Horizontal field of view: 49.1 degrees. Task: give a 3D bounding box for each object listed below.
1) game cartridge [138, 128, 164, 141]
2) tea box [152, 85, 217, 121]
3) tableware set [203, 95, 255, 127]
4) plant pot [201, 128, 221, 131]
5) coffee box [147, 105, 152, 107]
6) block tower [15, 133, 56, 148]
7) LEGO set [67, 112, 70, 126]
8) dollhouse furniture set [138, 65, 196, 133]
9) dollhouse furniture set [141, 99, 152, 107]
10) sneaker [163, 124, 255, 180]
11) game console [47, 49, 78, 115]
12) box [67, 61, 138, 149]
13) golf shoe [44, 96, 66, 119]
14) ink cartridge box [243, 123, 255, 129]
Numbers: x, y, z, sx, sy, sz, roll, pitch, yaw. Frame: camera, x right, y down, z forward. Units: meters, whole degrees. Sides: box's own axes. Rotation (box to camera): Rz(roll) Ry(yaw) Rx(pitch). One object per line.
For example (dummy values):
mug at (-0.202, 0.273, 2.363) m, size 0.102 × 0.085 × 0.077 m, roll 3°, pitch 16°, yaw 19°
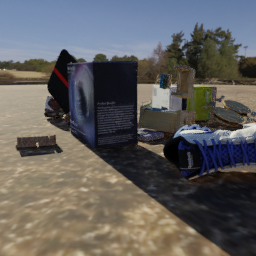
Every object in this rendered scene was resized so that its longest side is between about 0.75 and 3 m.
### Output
game cartridge at (0.447, 0.180, 9.748) m, size 0.897 × 0.266 × 1.384 m, roll -4°, pitch 11°, yaw -40°
tea box at (2.609, -1.257, 13.403) m, size 2.303 × 1.564 × 2.341 m, roll -2°, pitch 11°, yaw -14°
tableware set at (4.564, -0.593, 12.379) m, size 1.933 × 0.586 × 2.925 m, roll 29°, pitch 30°, yaw 24°
plant pot at (2.891, 0.167, 10.004) m, size 1.095 × 0.150 × 1.095 m, roll 0°, pitch 11°, yaw 0°
coffee box at (1.690, -1.198, 16.526) m, size 1.033 × 0.227 × 0.635 m, roll 7°, pitch 14°, yaw 34°
block tower at (-2.803, 0.372, 8.529) m, size 1.187 × 0.343 × 0.321 m, roll -5°, pitch 12°, yaw -19°
LEGO set at (-2.042, -0.381, 11.544) m, size 0.801 × 0.603 × 1.041 m, roll -9°, pitch 14°, yaw -37°
dollhouse furniture set at (1.522, -1.001, 10.059) m, size 1.557 × 2.209 × 1.548 m, roll 8°, pitch 4°, yaw 32°
dollhouse furniture set at (1.722, -1.481, 17.841) m, size 1.794 × 0.693 × 0.897 m, roll -18°, pitch 17°, yaw 9°
sneaker at (1.922, 0.585, 5.940) m, size 2.826 × 1.142 × 1.632 m, roll 0°, pitch 13°, yaw 38°
game console at (-2.606, -1.904, 12.456) m, size 0.397 × 2.263 × 2.559 m, roll -6°, pitch 46°, yaw -51°
box at (-0.907, -0.874, 9.136) m, size 1.564 × 2.518 × 2.539 m, roll -6°, pitch 12°, yaw -27°
golf shoe at (-3.058, -1.161, 14.020) m, size 0.966 × 1.174 × 2.485 m, roll 4°, pitch 10°, yaw 33°
ink cartridge box at (4.572, 0.223, 8.680) m, size 0.965 × 0.559 × 1.657 m, roll -8°, pitch 14°, yaw -34°
